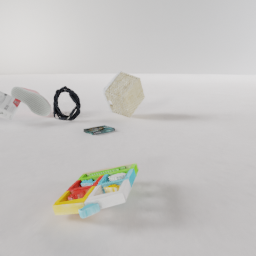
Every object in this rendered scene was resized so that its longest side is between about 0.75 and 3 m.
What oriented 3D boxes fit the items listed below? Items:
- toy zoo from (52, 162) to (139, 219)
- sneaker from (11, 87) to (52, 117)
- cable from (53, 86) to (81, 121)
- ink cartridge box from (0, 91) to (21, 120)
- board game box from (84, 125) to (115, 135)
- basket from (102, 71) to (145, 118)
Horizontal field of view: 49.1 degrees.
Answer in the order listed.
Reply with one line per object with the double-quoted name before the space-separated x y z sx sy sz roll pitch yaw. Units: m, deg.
"toy zoo" -0.411 0.850 3.938 0.964 0.150 1.469 -13 8 13
"sneaker" -3.451 -1.003 10.663 1.883 0.709 0.984 28 7 19
"cable" -2.027 -0.821 9.357 0.943 1.156 0.294 1 2 -25
"ink cartridge box" -3.980 -0.747 8.903 0.881 0.365 0.647 26 47 -15
"board game box" -0.825 0.060 8.055 0.752 0.106 0.508 -11 17 -39
"basket" -0.137 -1.185 10.028 0.944 1.164 1.174 22 62 30
